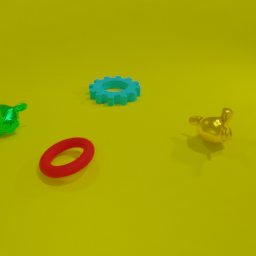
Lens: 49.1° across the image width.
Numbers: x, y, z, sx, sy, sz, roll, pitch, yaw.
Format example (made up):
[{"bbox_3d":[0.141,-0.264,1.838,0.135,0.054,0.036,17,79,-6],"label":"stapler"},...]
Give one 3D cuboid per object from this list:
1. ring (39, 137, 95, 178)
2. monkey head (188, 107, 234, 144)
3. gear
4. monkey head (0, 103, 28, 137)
[{"bbox_3d":[-1.540,0.712,7.081,1.446,0.289,1.446,-12,31,7],"label":"ring"},{"bbox_3d":[2.436,-0.101,7.799,0.905,1.080,1.501,12,12,-33],"label":"monkey head"},{"bbox_3d":[-0.501,-1.438,10.580,1.925,0.356,1.925,0,33,0],"label":"gear"},{"bbox_3d":[-3.763,-0.372,8.225,1.563,1.125,0.942,-15,55,-8],"label":"monkey head"}]
